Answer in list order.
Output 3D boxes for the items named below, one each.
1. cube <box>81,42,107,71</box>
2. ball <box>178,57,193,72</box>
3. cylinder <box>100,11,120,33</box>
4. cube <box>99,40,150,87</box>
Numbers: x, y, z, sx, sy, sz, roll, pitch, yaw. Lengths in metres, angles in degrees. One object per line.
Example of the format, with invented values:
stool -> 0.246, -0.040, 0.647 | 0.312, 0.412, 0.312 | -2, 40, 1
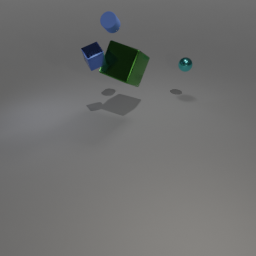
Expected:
cube -> -1.356, -2.850, 11.148 | 0.700, 0.700, 0.700 | -27, 61, -8
ball -> 2.836, -3.132, 13.841 | 0.700, 0.700, 0.700 | 0, 30, 0
cylinder -> -0.730, -4.414, 11.725 | 0.700, 0.700, 0.700 | 7, 4, 12
cube -> -0.129, -2.693, 11.901 | 1.400, 1.400, 1.400 | 25, 10, 20
